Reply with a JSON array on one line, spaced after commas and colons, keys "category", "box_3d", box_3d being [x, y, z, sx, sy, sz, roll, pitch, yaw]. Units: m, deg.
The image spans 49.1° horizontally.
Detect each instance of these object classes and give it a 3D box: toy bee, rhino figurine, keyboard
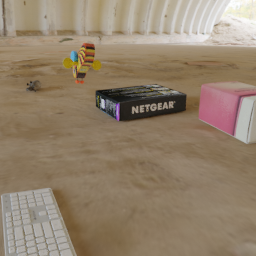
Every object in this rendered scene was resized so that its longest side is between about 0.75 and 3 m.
[{"category": "toy bee", "box_3d": [-1.077, -1.461, 6.712, 0.890, 0.739, 1.359, -5, -4, -8]}, {"category": "rhino figurine", "box_3d": [-4.340, -1.904, 12.843, 0.583, 0.398, 1.332, -2, 22, -3]}, {"category": "keyboard", "box_3d": [-1.152, 1.567, 3.651, 0.818, 0.155, 2.907, -9, 22, -23]}]

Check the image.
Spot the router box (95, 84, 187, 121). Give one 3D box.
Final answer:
[{"category": "router box", "box_3d": [0.415, -0.967, 9.831, 2.623, 0.670, 1.957, -10, 22, -25]}]

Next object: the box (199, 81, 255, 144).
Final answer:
[{"category": "box", "box_3d": [3.200, -0.542, 7.931, 1.371, 1.168, 2.144, -8, 21, -20]}]
